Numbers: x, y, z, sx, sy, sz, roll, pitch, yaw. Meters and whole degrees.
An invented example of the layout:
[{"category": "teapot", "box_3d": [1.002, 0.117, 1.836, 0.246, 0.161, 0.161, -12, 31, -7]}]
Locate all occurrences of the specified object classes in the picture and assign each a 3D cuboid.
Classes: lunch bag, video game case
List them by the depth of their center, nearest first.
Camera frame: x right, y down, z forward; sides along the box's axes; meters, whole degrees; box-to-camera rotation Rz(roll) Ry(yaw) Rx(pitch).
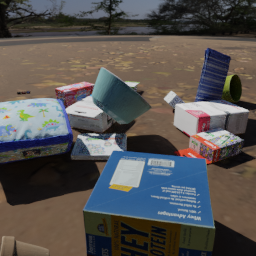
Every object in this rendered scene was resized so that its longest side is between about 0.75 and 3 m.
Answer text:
[{"category": "lunch bag", "box_3d": [-3.207, 0.102, 9.135, 2.489, 1.865, 2.927, -9, 15, -18]}, {"category": "video game case", "box_3d": [-0.970, 0.631, 9.956, 1.842, 0.218, 1.677, 0, 24, 0]}]

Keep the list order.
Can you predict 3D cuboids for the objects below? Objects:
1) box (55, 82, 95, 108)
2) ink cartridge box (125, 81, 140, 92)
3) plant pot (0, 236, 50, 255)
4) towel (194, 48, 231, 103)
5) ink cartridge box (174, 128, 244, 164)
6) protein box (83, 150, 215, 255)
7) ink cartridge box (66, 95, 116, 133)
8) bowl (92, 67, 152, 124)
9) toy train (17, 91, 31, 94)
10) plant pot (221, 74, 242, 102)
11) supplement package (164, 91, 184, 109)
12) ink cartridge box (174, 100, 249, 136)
[{"category": "box", "box_3d": [-2.676, -1.728, 14.479, 0.976, 0.901, 1.903, 20, 31, 39]}, {"category": "ink cartridge box", "box_3d": [0.110, -2.377, 16.502, 0.946, 0.485, 1.280, 8, 24, 18]}, {"category": "plant pot", "box_3d": [-1.900, 2.486, 5.047, 0.863, 0.990, 0.990, 12, 18, -22]}, {"category": "towel", "box_3d": [3.721, -2.027, 12.413, 1.942, 2.682, 0.320, 1, 15, -43]}, {"category": "ink cartridge box", "box_3d": [2.744, 0.624, 9.529, 2.128, 0.536, 1.159, -13, 29, -27]}, {"category": "protein box", "box_3d": [0.498, 1.719, 5.838, 2.235, 1.519, 2.251, 4, 24, 10]}, {"category": "ink cartridge box", "box_3d": [-1.419, -0.612, 11.884, 1.578, 0.923, 2.720, 9, 25, 21]}, {"category": "bowl", "box_3d": [-0.399, -1.003, 10.284, 2.348, 1.228, 2.348, 37, 1, -1]}, {"category": "toy train", "box_3d": [-6.026, -2.053, 16.196, 0.765, 0.130, 0.175, -9, 29, -19]}, {"category": "plant pot", "box_3d": [5.012, -2.039, 14.907, 1.430, 1.430, 1.528, -23, 16, -41]}, {"category": "supplement package", "box_3d": [2.245, -1.253, 13.376, 0.760, 0.559, 0.727, 39, 11, -24]}, {"category": "ink cartridge box", "box_3d": [3.295, -0.381, 11.225, 2.349, 0.991, 1.700, -7, 24, -19]}]
